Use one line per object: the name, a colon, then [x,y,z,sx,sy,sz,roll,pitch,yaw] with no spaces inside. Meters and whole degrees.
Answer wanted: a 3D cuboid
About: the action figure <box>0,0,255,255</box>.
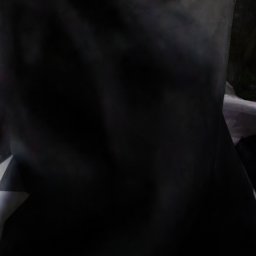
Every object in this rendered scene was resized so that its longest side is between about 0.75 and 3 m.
action figure: [0.617,0.005,0.221,2.248,1.147,1.336,2,15,2]
